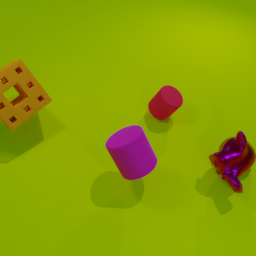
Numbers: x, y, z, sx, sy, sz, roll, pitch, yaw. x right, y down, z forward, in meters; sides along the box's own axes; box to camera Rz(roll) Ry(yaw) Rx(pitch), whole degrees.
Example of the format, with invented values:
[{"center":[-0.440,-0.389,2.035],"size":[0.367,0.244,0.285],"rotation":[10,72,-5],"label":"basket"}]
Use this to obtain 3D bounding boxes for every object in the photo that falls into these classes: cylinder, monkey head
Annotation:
[{"center":[0.094,0.601,6.951],"size":[0.999,0.999,0.999],"rotation":[-23,23,10],"label":"cylinder"},{"center":[1.182,-0.791,8.872],"size":[0.827,0.827,0.827],"rotation":[13,57,-21],"label":"cylinder"},{"center":[2.815,0.914,7.153],"size":[1.110,1.842,1.325],"rotation":[-31,49,5],"label":"monkey head"}]

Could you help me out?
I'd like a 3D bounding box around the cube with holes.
[{"center":[-3.335,-0.971,8.047],"size":[1.397,1.397,1.397],"rotation":[-42,27,-18],"label":"cube with holes"}]
